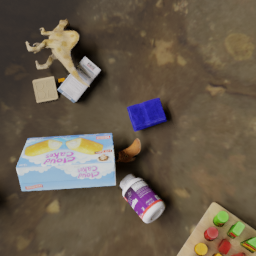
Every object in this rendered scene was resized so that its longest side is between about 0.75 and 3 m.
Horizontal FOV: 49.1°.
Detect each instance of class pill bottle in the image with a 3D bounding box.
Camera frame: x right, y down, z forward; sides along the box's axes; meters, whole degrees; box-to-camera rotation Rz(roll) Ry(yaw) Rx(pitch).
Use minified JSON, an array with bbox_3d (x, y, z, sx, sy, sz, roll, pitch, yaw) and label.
[{"bbox_3d":[0.330,1.759,7.133,0.683,0.683,1.214,-39,57,-12],"label":"pill bottle"}]

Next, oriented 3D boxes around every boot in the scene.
[{"bbox_3d":[-0.018,0.615,7.554,0.597,0.769,0.295,0,42,-31],"label":"boot"}]

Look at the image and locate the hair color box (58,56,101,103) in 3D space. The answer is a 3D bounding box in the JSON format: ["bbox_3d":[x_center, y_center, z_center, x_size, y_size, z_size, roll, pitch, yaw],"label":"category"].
[{"bbox_3d":[-1.444,-1.433,8.334,0.621,0.380,1.254,40,74,-17],"label":"hair color box"}]

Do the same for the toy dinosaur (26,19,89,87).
[{"bbox_3d":[-2.083,-2.324,8.157,1.479,0.851,2.924,-19,58,0],"label":"toy dinosaur"}]

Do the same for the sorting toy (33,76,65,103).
[{"bbox_3d":[-2.333,-1.182,8.438,0.957,0.128,0.713,-11,88,-2],"label":"sorting toy"}]

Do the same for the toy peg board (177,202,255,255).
[{"bbox_3d":[2.351,3.051,6.463,2.024,0.990,2.015,34,74,23],"label":"toy peg board"}]

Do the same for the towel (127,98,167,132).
[{"bbox_3d":[0.538,-0.391,7.889,1.005,0.249,0.742,-18,85,-8],"label":"towel"}]

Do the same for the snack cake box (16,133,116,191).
[{"bbox_3d":[-1.474,0.833,7.120,2.277,0.765,1.309,-3,29,-5],"label":"snack cake box"}]
